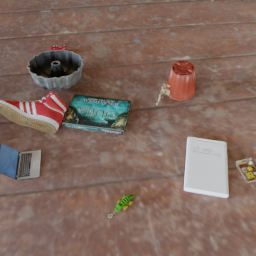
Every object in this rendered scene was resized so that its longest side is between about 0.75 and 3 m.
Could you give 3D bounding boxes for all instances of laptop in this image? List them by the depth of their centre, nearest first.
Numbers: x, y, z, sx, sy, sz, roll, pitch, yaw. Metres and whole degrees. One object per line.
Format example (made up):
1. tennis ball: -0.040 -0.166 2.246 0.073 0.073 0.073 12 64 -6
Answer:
1. laptop: -3.767 1.133 9.811 1.252 0.726 1.173 -6 51 -5

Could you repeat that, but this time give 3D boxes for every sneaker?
1. sneaker: -3.796 -0.874 11.294 2.735 0.974 1.538 20 57 6

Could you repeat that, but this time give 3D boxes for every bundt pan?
1. bundt pan: -3.189 -2.527 12.600 2.450 0.919 2.450 2 43 -2

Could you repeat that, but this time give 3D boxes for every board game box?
1. board game box: -1.236 -0.577 11.447 2.471 0.348 1.671 7 51 7

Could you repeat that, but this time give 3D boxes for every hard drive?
1. hard drive: 2.775 1.327 9.934 1.436 0.276 2.177 8 51 7

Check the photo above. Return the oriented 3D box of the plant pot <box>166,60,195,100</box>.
1. plant pot: 2.304 -2.111 12.023 1.324 1.288 1.324 -2 55 3

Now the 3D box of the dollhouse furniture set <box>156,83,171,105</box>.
1. dollhouse furniture set: 1.522 -1.401 11.893 0.388 0.677 0.794 18 45 10

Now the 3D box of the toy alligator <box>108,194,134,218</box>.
1. toy alligator: -0.210 2.456 8.989 1.121 0.304 0.332 -36 59 -26

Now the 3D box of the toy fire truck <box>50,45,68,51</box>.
1. toy fire truck: -3.657 -3.828 14.184 1.159 0.283 0.817 -3 51 -3

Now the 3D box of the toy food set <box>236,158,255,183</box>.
1. toy food set: 4.285 1.476 9.821 0.629 0.265 0.876 -12 52 -10
